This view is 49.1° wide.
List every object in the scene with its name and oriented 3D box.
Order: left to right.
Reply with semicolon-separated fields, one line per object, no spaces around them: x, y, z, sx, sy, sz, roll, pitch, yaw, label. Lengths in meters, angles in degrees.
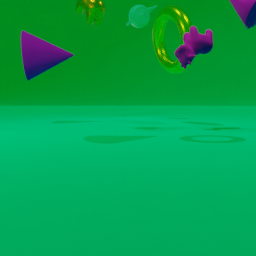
-2.550;-2.379;9.198;1.568;1.562;1.562;-4;6;-12;cone
-0.795;-2.915;6.182;0.548;0.982;0.998;-13;55;-43;cow figurine
0.502;-4.279;10.645;1.347;0.838;0.660;-34;21;-4;teapot
1.291;-2.544;8.181;0.386;1.929;1.929;-17;11;-21;ring
1.547;-1.816;6.433;0.984;0.968;0.540;2;-15;-20;cow figurine
2.584;-2.851;6.337;0.878;0.875;0.875;42;27;27;cone
